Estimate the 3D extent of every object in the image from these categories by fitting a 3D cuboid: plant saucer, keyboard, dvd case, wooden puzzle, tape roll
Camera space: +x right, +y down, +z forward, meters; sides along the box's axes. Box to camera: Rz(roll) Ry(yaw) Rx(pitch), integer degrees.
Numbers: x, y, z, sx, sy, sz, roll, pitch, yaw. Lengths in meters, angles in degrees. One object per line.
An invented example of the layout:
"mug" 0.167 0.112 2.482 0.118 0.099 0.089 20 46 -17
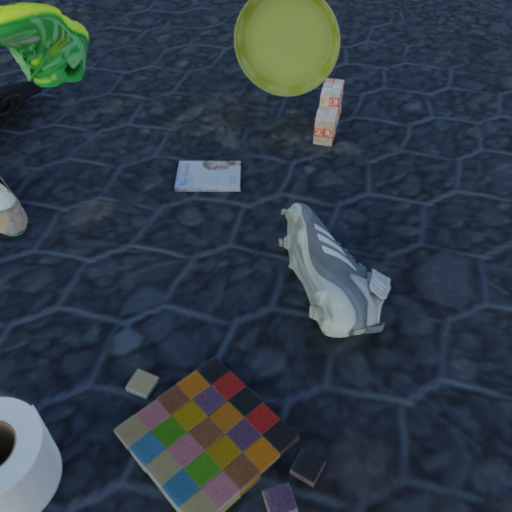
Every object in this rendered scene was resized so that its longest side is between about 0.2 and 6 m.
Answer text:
"plant saucer" 0.565 -3.915 10.213 1.935 1.935 0.301 8 33 8
"keyboard" -6.660 -2.549 12.014 2.360 0.898 4.534 12 42 45
"dvd case" -0.963 -1.625 11.295 1.346 0.118 0.960 0 45 0
"wooden puzzle" -0.623 2.348 7.216 1.704 0.202 2.873 -33 53 -29
"tape roll" -3.054 2.454 6.619 1.294 0.889 1.294 0 45 0

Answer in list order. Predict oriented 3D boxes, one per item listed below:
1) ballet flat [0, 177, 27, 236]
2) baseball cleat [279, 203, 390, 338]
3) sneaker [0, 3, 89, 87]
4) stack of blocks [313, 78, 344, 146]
"ballet flat" -4.875 -1.132 10.393 0.692 0.684 2.033 -29 52 -26
"baseball cleat" 1.287 0.201 9.056 1.427 0.935 2.682 0 50 -16
"sneaker" -2.458 -2.393 6.464 0.725 0.818 1.958 -2 10 13
"stack of blocks" 1.602 -3.186 12.359 0.427 0.839 1.458 9 46 10
